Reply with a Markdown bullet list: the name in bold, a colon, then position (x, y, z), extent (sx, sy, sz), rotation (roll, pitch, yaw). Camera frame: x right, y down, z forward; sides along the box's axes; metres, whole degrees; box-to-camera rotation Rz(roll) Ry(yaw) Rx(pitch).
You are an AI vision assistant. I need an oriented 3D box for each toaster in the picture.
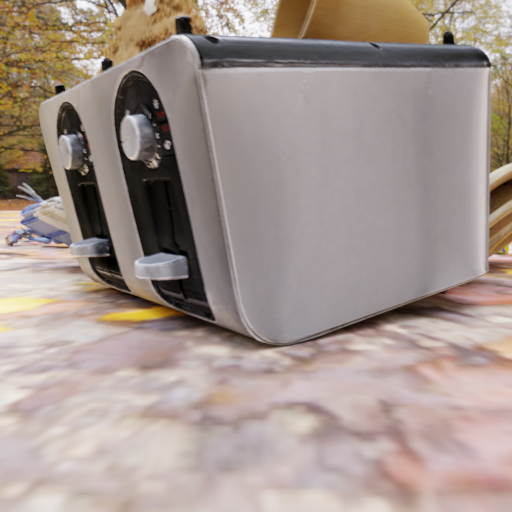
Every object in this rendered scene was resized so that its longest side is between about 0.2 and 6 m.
- **toaster**: position (0.137, -0.795, 5.477), extent (3.672, 2.179, 3.321), rotation (-13, 13, -34)

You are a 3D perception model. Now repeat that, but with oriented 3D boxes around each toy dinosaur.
- **toy dinosaur**: position (-4.134, -0.376, 11.310), extent (2.175, 1.142, 1.973), rotation (44, -37, -24)

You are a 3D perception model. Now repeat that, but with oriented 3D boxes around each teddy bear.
- **teddy bear**: position (-1.325, -2.773, 7.282), extent (1.753, 2.418, 0.807), rotation (-18, -36, 18)

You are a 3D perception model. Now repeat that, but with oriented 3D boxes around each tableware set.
- **tableware set**: position (3.125, -0.371, 7.006), extent (2.354, 0.714, 3.561), rotation (-45, -22, 27)

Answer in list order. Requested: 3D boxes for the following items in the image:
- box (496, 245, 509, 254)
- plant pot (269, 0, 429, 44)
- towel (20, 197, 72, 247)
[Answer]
- **box**: position (3.917, -0.605, 11.136), extent (0.993, 0.911, 2.834), rotation (0, 5, -1)
- **plant pot**: position (1.226, -2.868, 7.091), extent (1.726, 1.608, 1.608), rotation (12, 2, -18)
- **towel**: position (-1.901, -0.428, 7.420), extent (2.250, 0.268, 1.653), rotation (-12, -31, 40)
